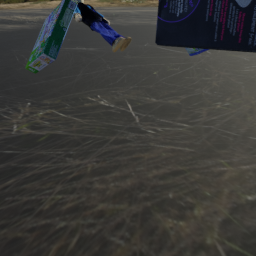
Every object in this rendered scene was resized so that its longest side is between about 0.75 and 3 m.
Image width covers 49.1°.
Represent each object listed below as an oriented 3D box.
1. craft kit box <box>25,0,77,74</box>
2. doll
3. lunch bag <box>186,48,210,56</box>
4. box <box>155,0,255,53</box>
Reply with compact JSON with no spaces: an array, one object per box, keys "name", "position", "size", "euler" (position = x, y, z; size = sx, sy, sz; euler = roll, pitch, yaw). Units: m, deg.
[{"name":"craft kit box","position":[-2.401,-2.780,8.627],"size":[0.467,1.924,1.900],"euler":[24,-16,-28]},{"name":"doll","position":[-1.029,-3.492,9.170],"size":[2.500,0.606,1.706],"euler":[44,31,9]},{"name":"lunch bag","position":[2.178,-3.172,8.400],"size":[1.214,1.620,1.905],"euler":[-36,11,2]},{"name":"box","position":[1.649,-1.894,4.396],"size":[2.128,1.301,1.129],"euler":[14,22,30]}]
